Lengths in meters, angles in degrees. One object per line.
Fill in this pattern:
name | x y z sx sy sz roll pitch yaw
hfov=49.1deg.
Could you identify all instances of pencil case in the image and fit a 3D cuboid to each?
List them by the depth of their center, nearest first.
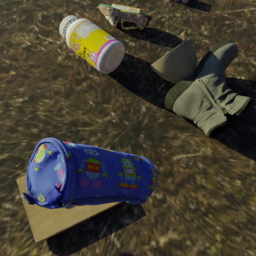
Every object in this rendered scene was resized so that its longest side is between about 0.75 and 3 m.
pencil case | -0.455 0.799 4.477 0.906 2.321 1.008 -38 58 26

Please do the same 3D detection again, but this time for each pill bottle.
pill bottle | -1.176 -2.667 8.737 2.076 1.082 1.082 40 69 20

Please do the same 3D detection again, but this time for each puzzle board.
puzzle board | -1.465 1.574 7.034 2.234 0.194 1.684 -23 64 -12

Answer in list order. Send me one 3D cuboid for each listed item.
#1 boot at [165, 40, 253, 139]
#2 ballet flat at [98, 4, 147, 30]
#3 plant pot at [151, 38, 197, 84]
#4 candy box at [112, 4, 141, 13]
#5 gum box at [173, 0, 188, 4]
boot | 2.613 -1.054 7.730 2.928 0.991 1.913 -45 54 -12
ballet flat | -0.243 -3.754 9.599 1.782 0.606 0.599 17 101 8
plant pot | 1.491 -1.861 8.310 1.391 1.391 0.934 -37 98 -17
candy box | -0.122 -4.128 10.028 1.053 0.139 0.538 14 63 7
gum box | 1.897 -4.920 10.379 0.757 0.250 0.429 20 64 10
